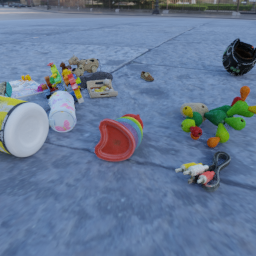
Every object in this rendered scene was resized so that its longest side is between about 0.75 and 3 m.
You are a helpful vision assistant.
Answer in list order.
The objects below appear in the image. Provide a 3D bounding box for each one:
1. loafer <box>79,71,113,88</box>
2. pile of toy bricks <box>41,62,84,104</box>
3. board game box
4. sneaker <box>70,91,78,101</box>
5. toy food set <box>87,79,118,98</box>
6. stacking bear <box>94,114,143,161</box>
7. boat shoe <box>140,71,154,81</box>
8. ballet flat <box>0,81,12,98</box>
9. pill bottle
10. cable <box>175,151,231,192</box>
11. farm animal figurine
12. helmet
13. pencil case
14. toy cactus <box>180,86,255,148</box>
[{"bbox_3d":[-1.644,-2.294,12.998,1.857,0.667,0.585,-13,25,-18],"label":"loafer"},{"bbox_3d":[-2.708,-1.890,10.937,1.528,1.360,2.754,-23,34,-6],"label":"pile of toy bricks"},{"bbox_3d":[-5.058,-1.815,12.379,2.314,0.299,2.314,-19,32,-34],"label":"board game box"},{"bbox_3d":[-2.173,-1.279,10.827,0.342,0.406,1.037,12,8,23],"label":"sneaker"},{"bbox_3d":[-1.135,-1.742,12.026,1.125,0.474,1.568,-6,27,-12],"label":"toy food set"},{"bbox_3d":[-0.066,0.109,7.810,1.042,1.113,1.832,17,22,10],"label":"stacking bear"},{"bbox_3d":[0.923,-2.568,13.820,0.374,0.365,0.988,-17,31,-30],"label":"boat shoe"},{"bbox_3d":[-4.706,-1.100,10.549,0.728,0.656,1.935,-26,43,-8],"label":"ballet flat"},{"bbox_3d":[-3.627,-0.182,7.756,2.604,1.459,1.459,13,29,24],"label":"pill bottle"},{"bbox_3d":[2.030,0.925,6.637,1.874,0.472,0.910,-21,33,-36],"label":"cable"},{"bbox_3d":[-2.367,-3.075,13.958,2.175,1.147,2.199,-15,30,-27],"label":"farm animal figurine"},{"bbox_3d":[5.685,-3.575,14.268,1.820,1.820,1.735,1,-9,1],"label":"helmet"},{"bbox_3d":[-2.203,-0.593,9.317,0.874,0.801,1.927,11,23,-20],"label":"pencil case"},{"bbox_3d":[2.541,-0.478,8.769,2.928,1.497,2.416,-24,24,-24],"label":"toy cactus"}]
